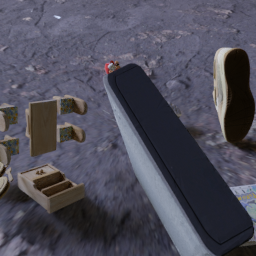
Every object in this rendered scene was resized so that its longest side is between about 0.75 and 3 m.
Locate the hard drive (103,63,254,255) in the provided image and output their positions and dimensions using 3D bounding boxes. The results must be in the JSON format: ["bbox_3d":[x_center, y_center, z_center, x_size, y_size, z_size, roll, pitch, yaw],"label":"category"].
[{"bbox_3d":[0.534,0.773,3.679,0.464,2.822,1.970,-28,61,-6],"label":"hard drive"}]

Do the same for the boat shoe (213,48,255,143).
[{"bbox_3d":[2.371,-0.739,6.494,0.799,2.216,0.720,-15,21,-7],"label":"boat shoe"}]

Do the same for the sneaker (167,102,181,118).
[{"bbox_3d":[0.563,-0.352,7.114,1.555,0.638,0.581,4,36,-1],"label":"sneaker"}]

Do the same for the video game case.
[{"bbox_3d":[2.098,1.553,5.090,1.256,0.138,1.145,-6,39,-2],"label":"video game case"}]

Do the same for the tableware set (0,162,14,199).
[{"bbox_3d":[-2.475,1.048,5.289,0.807,0.245,1.221,-41,32,-10],"label":"tableware set"}]

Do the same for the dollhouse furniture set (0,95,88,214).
[{"bbox_3d":[-1.420,0.408,5.041,1.148,1.764,1.620,20,24,37],"label":"dollhouse furniture set"}]

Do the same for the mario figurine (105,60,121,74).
[{"bbox_3d":[-0.184,-1.881,8.937,1.207,0.745,0.640,23,70,18],"label":"mario figurine"}]
